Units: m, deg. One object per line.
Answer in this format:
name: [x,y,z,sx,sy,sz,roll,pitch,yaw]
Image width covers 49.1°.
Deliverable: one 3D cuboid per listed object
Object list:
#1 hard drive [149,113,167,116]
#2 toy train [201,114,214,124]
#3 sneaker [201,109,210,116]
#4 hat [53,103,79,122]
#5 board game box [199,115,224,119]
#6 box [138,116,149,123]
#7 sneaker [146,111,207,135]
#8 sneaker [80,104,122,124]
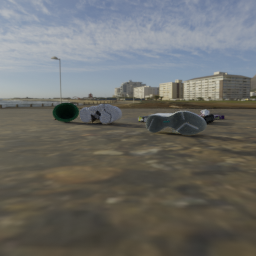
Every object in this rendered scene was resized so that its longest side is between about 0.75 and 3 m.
hard drive: [2.051,-0.600,15.122,1.481,0.295,2.246,2,5,17]
toy train: [3.490,-0.408,12.518,0.505,0.376,2.207,-2,3,24]
sneaker: [4.305,-0.778,15.318,0.439,0.330,0.882,-23,32,5]
hat: [-2.993,-0.400,13.641,1.229,1.306,1.484,-8,48,-14]
board game box: [4.523,-0.630,16.023,1.645,0.266,0.987,-1,1,-11]
box: [1.172,-0.427,13.331,1.213,0.269,0.972,-1,5,-14]
sneaker: [1.437,-0.157,8.044,1.875,0.659,0.751,4,3,43]
sneaker: [-0.949,-0.652,12.400,2.280,0.857,1.310,-1,6,38]
